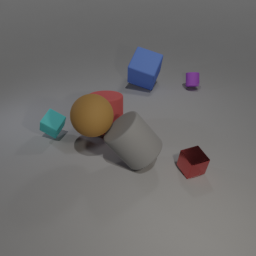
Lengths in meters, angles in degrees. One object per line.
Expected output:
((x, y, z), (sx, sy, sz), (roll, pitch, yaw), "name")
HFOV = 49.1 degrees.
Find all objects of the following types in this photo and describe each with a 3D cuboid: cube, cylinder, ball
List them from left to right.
((-2.845, -0.166, 10.586), (0.700, 0.700, 0.700), (29, 58, -3), "cube")
((-1.167, -0.403, 9.066), (1.400, 1.400, 1.400), (0, 32, 0), "ball")
((-0.889, -0.639, 11.147), (1.400, 1.400, 1.400), (0, 23, 0), "cylinder")
((0.171, 0.408, 9.142), (1.400, 1.400, 1.400), (-35, 24, 18), "cylinder")
((0.867, -3.049, 14.454), (1.400, 1.400, 1.400), (21, 68, 8), "cube")
((3.385, -2.537, 14.693), (0.700, 0.700, 0.700), (0, 4, 0), "cylinder")
((2.100, 1.110, 9.076), (0.700, 0.700, 0.700), (-13, 45, -20), "cube")
